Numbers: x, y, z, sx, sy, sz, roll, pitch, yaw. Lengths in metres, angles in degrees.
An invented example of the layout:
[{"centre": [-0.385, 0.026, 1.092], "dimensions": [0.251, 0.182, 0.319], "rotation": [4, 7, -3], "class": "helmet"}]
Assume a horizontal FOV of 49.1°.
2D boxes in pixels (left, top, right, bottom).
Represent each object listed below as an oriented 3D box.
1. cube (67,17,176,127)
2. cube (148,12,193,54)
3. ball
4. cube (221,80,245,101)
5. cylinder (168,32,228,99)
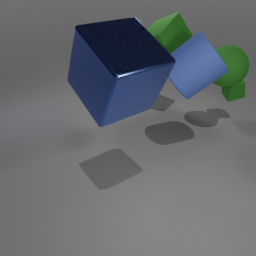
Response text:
[{"centre": [-0.203, -1.122, 5.556], "dimensions": [1.400, 1.400, 1.400], "rotation": [-22, 64, -32], "class": "cube"}, {"centre": [1.477, -3.309, 10.823], "dimensions": [1.400, 1.400, 1.400], "rotation": [-52, 28, -20], "class": "cube"}, {"centre": [3.384, -2.104, 9.565], "dimensions": [1.400, 1.400, 1.400], "rotation": [0, 29, 0], "class": "ball"}, {"centre": [4.168, -1.589, 11.123], "dimensions": [0.700, 0.700, 0.700], "rotation": [-14, 36, 4], "class": "cube"}, {"centre": [1.915, -1.795, 8.158], "dimensions": [1.400, 1.400, 1.400], "rotation": [-36, 22, 19], "class": "cylinder"}]
